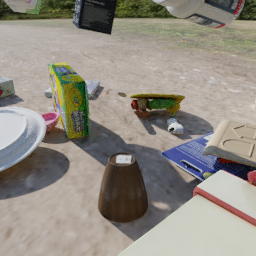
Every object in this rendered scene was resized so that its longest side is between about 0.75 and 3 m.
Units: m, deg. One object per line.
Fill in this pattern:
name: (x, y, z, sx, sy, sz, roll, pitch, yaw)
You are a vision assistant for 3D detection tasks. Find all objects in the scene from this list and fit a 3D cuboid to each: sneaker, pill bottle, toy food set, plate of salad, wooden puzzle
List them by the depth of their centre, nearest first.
wooden puzzle: (2.677, 0.440, 5.824, 1.895, 0.439, 1.755, 10, 27, 27)
plate of salad: (-3.329, 0.342, 6.627, 2.811, 0.675, 2.811, -3, 36, 2)
pill bottle: (1.802, -3.549, 7.338, 2.398, 1.434, 1.434, -1, 21, -37)
sneaker: (1.253, -0.062, 7.895, 0.376, 0.283, 0.756, -9, 27, -19)
toy food set: (0.734, -0.712, 8.952, 2.144, 0.700, 1.261, 2, 1, -1)

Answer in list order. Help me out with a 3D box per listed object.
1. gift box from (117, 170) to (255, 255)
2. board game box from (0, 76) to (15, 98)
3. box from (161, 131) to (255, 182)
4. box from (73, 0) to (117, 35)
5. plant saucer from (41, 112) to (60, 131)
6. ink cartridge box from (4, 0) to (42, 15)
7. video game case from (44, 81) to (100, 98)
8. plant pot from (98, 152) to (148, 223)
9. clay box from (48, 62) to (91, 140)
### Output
gift box: (0.978, 1.732, 1.646, 2.401, 2.571, 2.373, -21, 38, -39)
board game box: (-5.472, -1.619, 10.785, 1.869, 0.601, 1.379, 20, 33, 38)
box: (2.098, 0.648, 6.233, 2.527, 0.409, 1.531, -16, 30, -34)
box: (-0.750, -2.954, 6.403, 0.766, 1.340, 1.471, 5, 23, -18)
plant saucer: (-2.366, -0.135, 7.923, 0.932, 0.236, 0.932, -12, 29, 7)
ink cartridge box: (-3.543, -4.325, 8.817, 0.977, 0.562, 1.668, 11, -8, 8)
video game case: (-2.159, -1.591, 11.165, 1.822, 0.209, 1.660, 3, 26, 6)
plant pot: (-0.090, 0.963, 4.941, 0.926, 0.990, 0.926, 0, 25, 0)
clay box: (-1.700, -0.822, 8.001, 0.645, 1.556, 2.708, -10, 27, -20)
